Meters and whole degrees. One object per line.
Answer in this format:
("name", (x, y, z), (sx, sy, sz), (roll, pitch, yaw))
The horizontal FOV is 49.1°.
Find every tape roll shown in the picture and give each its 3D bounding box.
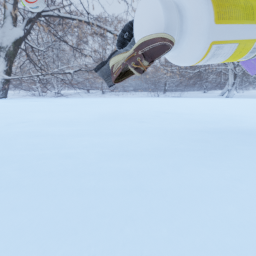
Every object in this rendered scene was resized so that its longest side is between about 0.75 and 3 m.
("tape roll", (3.229, -1.771, 6.677), (1.035, 0.440, 1.035), (-43, -2, -1))

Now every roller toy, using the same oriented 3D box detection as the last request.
("roller toy", (-3.047, -4.212, 9.090), (0.709, 0.778, 0.543), (38, 1, 3))

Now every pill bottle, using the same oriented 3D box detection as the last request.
("pill bottle", (1.505, -2.002, 5.522), (2.624, 1.470, 1.470), (-10, 11, -26))

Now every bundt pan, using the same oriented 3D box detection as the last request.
("bundt pan", (0.110, -3.269, 10.173), (0.471, 1.254, 1.254), (22, -6, -33))

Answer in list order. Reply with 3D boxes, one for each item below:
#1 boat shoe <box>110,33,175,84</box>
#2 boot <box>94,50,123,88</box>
("boat shoe", (0.197, -1.071, 4.575), (1.350, 0.486, 0.487), (-15, -26, 41))
("boot", (-0.567, -2.752, 12.908), (1.855, 1.221, 0.647), (-45, 4, -13))
